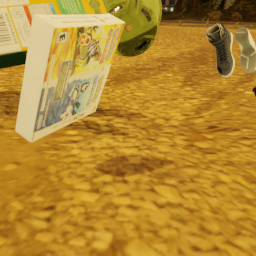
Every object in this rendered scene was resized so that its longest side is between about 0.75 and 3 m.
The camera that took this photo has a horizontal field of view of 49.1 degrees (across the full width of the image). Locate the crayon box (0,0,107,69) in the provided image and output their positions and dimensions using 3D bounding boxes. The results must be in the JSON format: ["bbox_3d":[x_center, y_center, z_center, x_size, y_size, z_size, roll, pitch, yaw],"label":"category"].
[{"bbox_3d":[-1.418,-1.878,4.816,2.081,1.308,0.537,-18,-8,-25],"label":"crayon box"}]

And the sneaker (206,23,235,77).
[{"bbox_3d":[2.785,-2.396,8.507,0.590,1.551,1.121,-7,-13,38],"label":"sneaker"}]

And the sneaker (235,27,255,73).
[{"bbox_3d":[3.301,-2.078,7.600,0.541,1.349,0.475,16,-26,-42],"label":"sneaker"}]

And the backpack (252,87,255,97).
[{"bbox_3d":[3.214,-0.722,5.950,0.592,0.806,0.737,1,67,-21],"label":"backpack"}]

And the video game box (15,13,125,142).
[{"bbox_3d":[-0.695,-0.653,3.473,0.337,1.440,1.312,32,34,14],"label":"video game box"}]

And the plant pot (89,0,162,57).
[{"bbox_3d":[-0.044,-3.612,9.290,2.834,2.834,2.691,-2,31,-4],"label":"plant pot"}]
